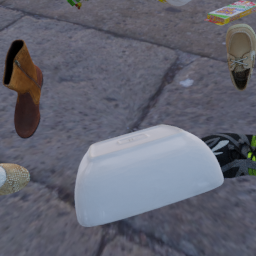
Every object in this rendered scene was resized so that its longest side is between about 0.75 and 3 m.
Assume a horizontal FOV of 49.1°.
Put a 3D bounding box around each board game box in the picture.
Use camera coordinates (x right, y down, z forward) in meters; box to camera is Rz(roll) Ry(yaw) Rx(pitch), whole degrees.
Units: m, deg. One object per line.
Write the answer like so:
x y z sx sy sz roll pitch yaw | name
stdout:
2.813 -3.124 7.574 1.409 0.211 0.673 -28 42 -15 | board game box

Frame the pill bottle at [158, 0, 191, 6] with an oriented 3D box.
1.498 -4.555 9.040 1.080 1.080 2.072 -9 30 -9 | pill bottle

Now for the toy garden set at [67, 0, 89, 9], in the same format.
-1.466 -4.055 8.690 0.753 0.628 0.150 -31 76 13 | toy garden set

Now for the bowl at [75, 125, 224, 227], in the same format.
0.152 0.507 4.206 2.036 0.761 2.039 -15 5 -4 | bowl

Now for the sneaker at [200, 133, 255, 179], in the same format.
2.323 0.467 4.971 2.579 1.069 0.914 0 78 17 | sneaker

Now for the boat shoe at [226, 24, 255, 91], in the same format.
2.685 -1.603 6.600 0.659 1.849 0.597 0 59 28 | boat shoe

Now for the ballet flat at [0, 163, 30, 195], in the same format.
-2.247 0.783 4.289 1.445 0.472 0.509 -5 75 11 | ballet flat

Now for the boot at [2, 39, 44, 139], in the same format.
-0.978 -0.308 2.629 0.279 0.814 0.767 16 81 -6 | boot
